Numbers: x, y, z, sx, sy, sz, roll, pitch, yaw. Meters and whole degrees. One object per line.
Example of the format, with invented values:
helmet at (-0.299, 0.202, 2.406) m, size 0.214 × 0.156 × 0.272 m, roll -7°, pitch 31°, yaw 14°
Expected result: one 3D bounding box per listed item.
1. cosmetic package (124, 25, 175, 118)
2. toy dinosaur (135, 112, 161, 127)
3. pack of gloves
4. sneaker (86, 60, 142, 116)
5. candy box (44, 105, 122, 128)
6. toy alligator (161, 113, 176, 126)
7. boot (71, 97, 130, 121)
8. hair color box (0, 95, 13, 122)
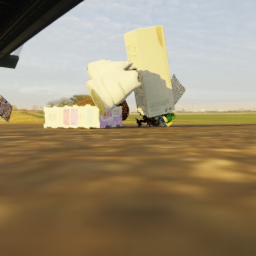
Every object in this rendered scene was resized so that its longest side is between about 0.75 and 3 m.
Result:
cosmetic package at (0.661, -1.746, 8.748) m, size 0.919 × 2.586 × 1.360 m, roll -14°, pitch 17°, yaw -12°
toy dinosaur at (0.710, -0.352, 10.708) m, size 0.794 × 0.597 × 1.169 m, roll -4°, pitch 13°, yaw -41°
pack of gloves at (1.315, -1.300, 10.599) m, size 0.449 × 1.912 × 2.276 m, roll -12°, pitch -34°, yaw -30°
sneaker at (-0.350, -1.268, 7.448) m, size 1.290 × 1.104 × 2.963 m, roll -26°, pitch 28°, yaw 3°
candy box at (-1.284, -0.331, 8.320) m, size 1.821 × 0.651 × 1.528 m, roll 0°, pitch 2°, yaw 23°
toy alligator at (1.358, -0.343, 9.103) m, size 0.403 × 0.440 × 1.484 m, roll -31°, pitch -3°, yaw 6°
boot at (-1.146, -0.550, 10.907) m, size 2.636 × 2.457 × 0.847 m, roll -35°, pitch 61°, yaw -26°
hair color box at (-4.944, -0.765, 10.816) m, size 0.434 × 0.718 × 1.435 m, roll 10°, pitch -14°, yaw -3°
